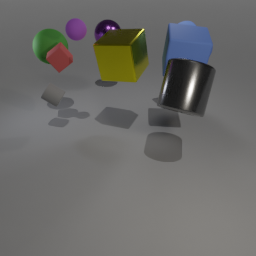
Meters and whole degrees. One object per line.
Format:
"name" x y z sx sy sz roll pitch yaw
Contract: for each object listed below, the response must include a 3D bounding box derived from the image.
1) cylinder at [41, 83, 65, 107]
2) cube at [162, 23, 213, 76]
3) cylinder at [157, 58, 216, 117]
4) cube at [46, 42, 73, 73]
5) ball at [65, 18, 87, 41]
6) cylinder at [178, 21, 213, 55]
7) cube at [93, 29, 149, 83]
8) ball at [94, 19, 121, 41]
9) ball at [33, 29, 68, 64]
"cylinder" -2.937 -1.302 10.999 0.700 0.700 0.700 31 25 -15
"cube" 2.007 -2.666 9.812 1.400 1.400 1.400 7 42 0
"cylinder" 1.677 -1.149 8.136 1.400 1.400 1.400 14 4 -1
"cube" -2.559 -2.653 10.521 0.700 0.700 0.700 -35 33 12
"ball" -1.719 -3.258 9.274 0.700 0.700 0.700 0 29 0
"cylinder" 2.489 -3.388 11.443 1.400 1.400 1.400 -11 53 -19
"cube" -0.193 -2.590 9.958 1.400 1.400 1.400 7 41 23
"ball" -1.008 -4.757 14.207 1.400 1.400 1.400 0 29 0
"ball" -3.152 -3.315 11.425 1.400 1.400 1.400 0 29 0
